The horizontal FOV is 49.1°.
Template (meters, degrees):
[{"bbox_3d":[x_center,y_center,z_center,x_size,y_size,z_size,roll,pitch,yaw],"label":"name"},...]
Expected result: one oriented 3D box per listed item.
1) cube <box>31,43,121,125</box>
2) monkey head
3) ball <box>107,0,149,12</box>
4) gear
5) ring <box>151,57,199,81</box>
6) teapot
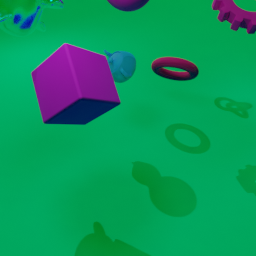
[{"bbox_3d":[-0.790,-0.604,4.262,0.864,0.864,0.864,1,67,-54],"label":"cube"},{"bbox_3d":[-1.536,-1.775,4.267,1.018,0.853,1.416,25,20,10],"label":"monkey head"},{"bbox_3d":[0.003,-2.825,5.410,1.068,1.068,1.068,0,39,0],"label":"ball"},{"bbox_3d":[2.515,-2.627,5.899,1.410,0.261,1.410,1,66,-1],"label":"gear"},{"bbox_3d":[1.282,-1.603,7.689,1.307,1.307,0.261,10,84,12],"label":"ring"},{"bbox_3d":[-0.219,-1.455,6.419,0.586,0.744,1.197,22,24,-43],"label":"teapot"}]
